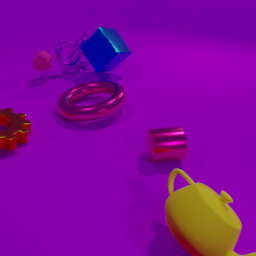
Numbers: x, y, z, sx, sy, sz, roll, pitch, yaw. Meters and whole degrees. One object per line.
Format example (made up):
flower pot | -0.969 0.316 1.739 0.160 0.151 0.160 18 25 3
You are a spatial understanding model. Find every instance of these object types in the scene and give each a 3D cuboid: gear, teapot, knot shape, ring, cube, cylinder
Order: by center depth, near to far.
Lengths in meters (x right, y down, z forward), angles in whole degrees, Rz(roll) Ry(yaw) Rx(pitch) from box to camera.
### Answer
teapot | 1.182 1.334 4.079 1.147 0.903 1.844 19 26 -52
cylinder | 0.809 0.351 5.991 0.726 0.726 0.726 -5 33 -7
gear | -3.201 -0.003 6.578 1.710 0.316 1.710 10 28 -5
ring | -1.023 -0.800 7.847 1.984 0.397 1.984 -7 32 5
teapot | -2.856 -2.223 9.520 0.566 1.156 0.719 28 78 -8
cube | -0.750 -2.661 9.616 1.069 1.069 1.069 56 30 3
knot shape | -1.815 -2.773 10.065 1.443 1.350 0.667 6 40 -49
